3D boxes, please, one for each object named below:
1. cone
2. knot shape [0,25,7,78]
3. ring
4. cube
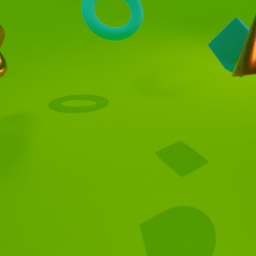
[{"bbox_3d":[2.305,-1.657,4.310,1.492,1.498,1.492,-9,8,1],"label":"cone"},{"bbox_3d":[-3.550,-2.090,6.919,0.860,1.861,1.741,-10,11,-6],"label":"knot shape"},{"bbox_3d":[-0.462,-3.585,8.589,1.906,0.381,1.906,2,80,-12],"label":"ring"},{"bbox_3d":[2.555,-1.825,6.457,0.840,0.840,0.840,10,48,-43],"label":"cube"}]
